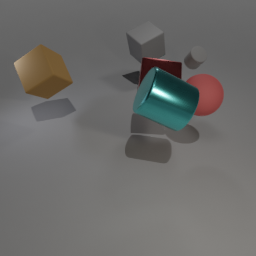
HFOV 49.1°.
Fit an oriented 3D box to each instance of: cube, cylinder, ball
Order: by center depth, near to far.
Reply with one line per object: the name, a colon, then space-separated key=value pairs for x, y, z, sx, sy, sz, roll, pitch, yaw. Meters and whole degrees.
cylinder: x=1.053 y=-0.806 z=7.950 sx=1.400 sy=1.400 sz=1.400 roll=24 pitch=29 yaw=-13
ball: x=2.454 y=-1.095 z=9.331 sx=1.400 sy=1.400 sz=1.400 roll=0 pitch=32 yaw=0
cube: x=1.068 y=-1.461 z=9.994 sx=1.400 sy=1.400 sz=1.400 roll=7 pitch=63 yaw=-1
cube: x=-3.320 y=-2.172 z=11.112 sx=1.400 sy=1.400 sz=1.400 roll=-29 pitch=-13 yaw=16
cylinder: x=2.726 y=-2.829 z=11.335 sx=0.700 sy=0.700 sz=0.700 roll=-10 pitch=-11 yaw=-16
cube: x=0.929 y=-4.331 z=14.381 sx=1.400 sy=1.400 sz=1.400 roll=-31 pitch=53 yaw=-12
